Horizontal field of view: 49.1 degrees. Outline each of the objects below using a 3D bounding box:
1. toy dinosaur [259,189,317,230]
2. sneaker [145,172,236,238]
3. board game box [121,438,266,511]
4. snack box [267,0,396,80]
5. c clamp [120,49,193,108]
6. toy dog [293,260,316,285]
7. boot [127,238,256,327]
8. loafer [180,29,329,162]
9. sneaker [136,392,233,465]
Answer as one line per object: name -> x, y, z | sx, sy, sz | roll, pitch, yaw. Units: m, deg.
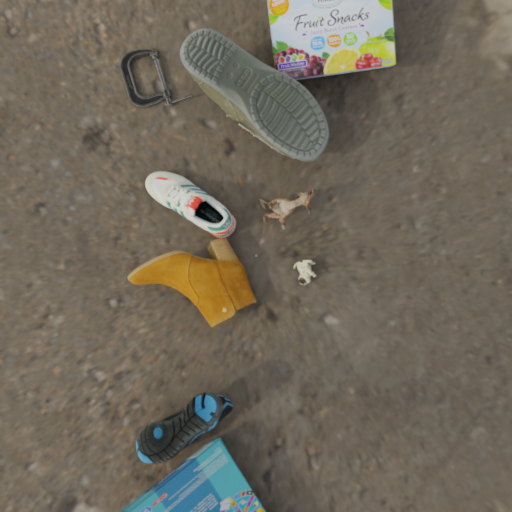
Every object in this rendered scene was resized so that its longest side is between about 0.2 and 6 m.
toy dinosaur -> 0.646, -1.018, 11.516 | 0.922, 1.361, 0.584 | -27, 110, -24
sneaker -> -1.353, -1.154, 11.448 | 2.147, 1.004, 0.756 | 34, 83, 4
board game box -> -0.783, 5.244, 10.062 | 2.258, 0.702, 2.991 | -28, 81, -40
snack box -> 1.560, -4.702, 11.687 | 2.487, 0.659, 1.769 | -6, 104, 7
c clamp -> -2.257, -3.899, 12.295 | 1.315, 0.208, 1.539 | -23, 84, 2
toy dog -> 0.994, 0.354, 11.553 | 0.475, 0.342, 0.490 | 0, 77, 13
boot -> -1.231, 0.683, 11.137 | 2.272, 0.799, 1.627 | -19, 79, -17
loafer -> 0.018, -3.255, 11.550 | 3.504, 1.220, 1.318 | 41, 88, -3
sneaker -> -1.376, 3.390, 10.869 | 2.146, 0.879, 0.785 | -34, 65, 16
